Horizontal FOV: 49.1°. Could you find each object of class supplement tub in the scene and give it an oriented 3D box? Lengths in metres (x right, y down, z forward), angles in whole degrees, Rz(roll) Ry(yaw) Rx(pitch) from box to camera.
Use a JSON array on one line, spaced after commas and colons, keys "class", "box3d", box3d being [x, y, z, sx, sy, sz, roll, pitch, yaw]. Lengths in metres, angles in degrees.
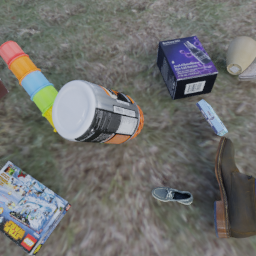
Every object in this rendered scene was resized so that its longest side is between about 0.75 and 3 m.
[{"class": "supplement tub", "box3d": [-0.640, -0.309, 7.203, 1.423, 2.322, 1.423, -4, 82, 32]}]

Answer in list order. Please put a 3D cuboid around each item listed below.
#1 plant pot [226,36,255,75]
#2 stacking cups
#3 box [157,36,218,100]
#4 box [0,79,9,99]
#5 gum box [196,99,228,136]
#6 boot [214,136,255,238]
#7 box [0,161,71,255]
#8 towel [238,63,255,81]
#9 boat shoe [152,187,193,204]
[{"class": "plant pot", "box3d": [3.747, -2.333, 9.437, 1.006, 1.006, 1.075, 23, 62, 15]}, {"class": "stacking cups", "box3d": [-2.616, -1.281, 8.096, 0.872, 0.872, 2.881, -36, 90, -22]}, {"class": "box", "box3d": [1.872, -2.014, 9.256, 1.389, 0.979, 1.877, -13, 57, -8]}, {"class": "box", "box3d": [-5.027, -0.801, 8.040, 1.019, 1.362, 2.720, 25, 60, 32]}, {"class": "gum box", "box3d": [2.384, -0.268, 7.891, 0.257, 1.152, 0.978, -36, 72, 20]}, {"class": "boot", "box3d": [2.779, 1.363, 6.756, 1.243, 0.958, 2.565, -4, 59, 25]}, {"class": "box", "box3d": [-2.603, 1.893, 6.825, 2.017, 0.402, 1.381, 29, 68, 19]}, {"class": "towel", "box3d": [4.263, -1.898, 9.308, 0.810, 0.211, 1.223, 7, 36, 42]}, {"class": "boat shoe", "box3d": [1.127, 1.674, 7.101, 1.043, 0.322, 0.380, 10, 60, 12]}]
